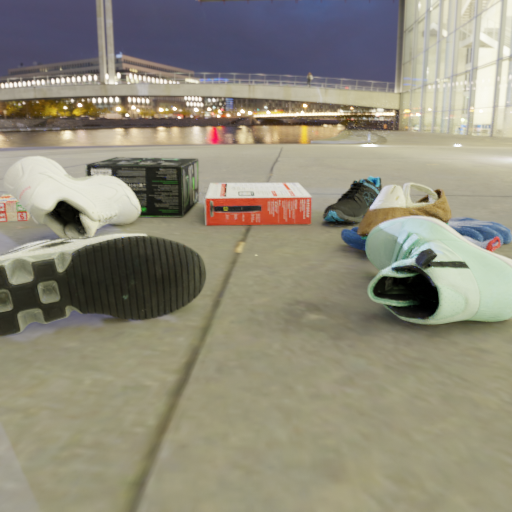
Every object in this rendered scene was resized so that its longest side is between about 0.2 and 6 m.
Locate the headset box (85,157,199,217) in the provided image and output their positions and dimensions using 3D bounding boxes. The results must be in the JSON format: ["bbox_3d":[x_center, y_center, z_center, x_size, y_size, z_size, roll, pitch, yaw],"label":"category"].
[{"bbox_3d":[-2.922,-1.940,15.117,2.457,1.309,2.822,1,14,2],"label":"headset box"}]

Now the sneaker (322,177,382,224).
[{"bbox_3d":[2.344,-1.356,13.531,0.893,0.999,2.440,10,18,33],"label":"sneaker"}]

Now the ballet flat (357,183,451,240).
[{"bbox_3d":[2.765,-0.890,10.416,2.506,0.906,0.850,-10,8,-35],"label":"ballet flat"}]

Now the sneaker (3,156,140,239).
[{"bbox_3d":[-3.614,-0.887,11.758,3.249,1.266,1.614,7,45,-56],"label":"sneaker"}]

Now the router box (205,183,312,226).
[{"bbox_3d":[-0.001,-1.357,14.159,2.481,0.675,2.764,0,14,-2],"label":"router box"}]

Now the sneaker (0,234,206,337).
[{"bbox_3d":[-2.204,0.184,7.156,3.042,1.127,1.346,-4,17,-17],"label":"sneaker"}]

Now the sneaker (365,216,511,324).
[{"bbox_3d":[1.983,0.084,7.541,1.696,1.058,2.876,-1,15,-26],"label":"sneaker"}]

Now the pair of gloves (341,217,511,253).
[{"bbox_3d":[3.359,-0.385,10.978,2.877,0.408,3.578,6,14,29],"label":"pair of gloves"}]

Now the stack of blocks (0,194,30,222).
[{"bbox_3d":[-6.189,-1.233,14.091,0.935,0.475,1.623,-4,15,-16],"label":"stack of blocks"}]
